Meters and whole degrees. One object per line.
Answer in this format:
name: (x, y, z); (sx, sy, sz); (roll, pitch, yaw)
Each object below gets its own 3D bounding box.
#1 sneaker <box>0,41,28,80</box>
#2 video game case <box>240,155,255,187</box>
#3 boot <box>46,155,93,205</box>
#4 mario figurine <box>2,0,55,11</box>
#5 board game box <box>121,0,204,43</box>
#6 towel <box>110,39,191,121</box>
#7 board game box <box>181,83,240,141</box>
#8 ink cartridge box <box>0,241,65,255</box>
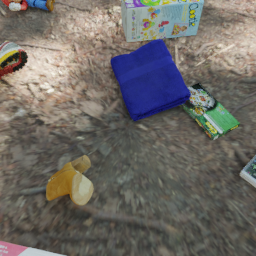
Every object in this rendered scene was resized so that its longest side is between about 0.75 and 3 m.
sneaker: (-4.207, -1.839, 8.427); (2.275, 0.886, 0.935); (-37, 68, -24)
video game case: (4.220, 1.236, 7.081); (1.872, 0.240, 2.059); (-38, 63, -24)
boot: (-1.396, 1.386, 6.368); (1.174, 0.577, 1.640); (-36, 25, 14)
mario figurine: (-4.085, -5.307, 11.223); (2.102, 1.114, 1.298); (3, 32, -4)
board game box: (1.165, -4.271, 10.330); (2.686, 1.408, 1.383); (-8, 54, -6)
towel: (0.648, -1.525, 8.795); (1.918, 0.644, 2.598); (-22, 56, 5)
board game box: (2.320, -0.548, 8.386); (0.989, 0.222, 1.888); (-23, 57, -18)
ink cartridge box: (-2.179, 3.517, 4.365); (2.197, 1.241, 2.999); (10, 39, 7)
